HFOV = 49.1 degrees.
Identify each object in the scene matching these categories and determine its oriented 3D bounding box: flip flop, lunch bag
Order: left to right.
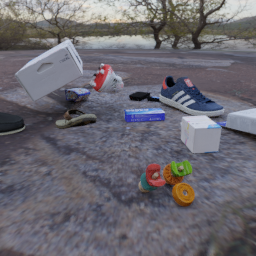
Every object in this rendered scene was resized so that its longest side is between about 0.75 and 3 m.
[{"bbox_3d":[-1.195,-0.236,6.354,0.589,0.418,1.453,-10,0,-34],"label":"flip flop"},{"bbox_3d":[-2.295,-1.533,12.867,0.922,0.571,0.783,5,18,38],"label":"lunch bag"}]

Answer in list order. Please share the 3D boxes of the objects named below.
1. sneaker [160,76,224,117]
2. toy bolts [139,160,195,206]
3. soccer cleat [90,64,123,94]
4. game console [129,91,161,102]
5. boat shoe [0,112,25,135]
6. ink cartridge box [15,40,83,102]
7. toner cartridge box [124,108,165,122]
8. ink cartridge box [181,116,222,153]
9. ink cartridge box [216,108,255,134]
[{"bbox_3d":[2.479,-1.362,11.166,1.118,1.261,2.984,-17,31,-42],"label":"sneaker"},{"bbox_3d":[0.725,1.154,5.559,1.017,0.706,0.972,3,58,-21],"label":"toy bolts"},{"bbox_3d":[-0.708,-1.769,10.676,1.244,1.002,2.921,32,9,-13],"label":"soccer cleat"},{"bbox_3d":[1.040,-1.441,13.101,1.877,0.226,1.107,10,22,26],"label":"game console"},{"bbox_3d":[-4.670,-0.337,8.851,2.701,0.846,0.988,7,23,-8],"label":"boat shoe"},{"bbox_3d":[-2.963,-2.366,11.072,2.104,1.214,2.900,-28,24,2],"label":"ink cartridge box"},{"bbox_3d":[0.586,-0.483,10.263,1.416,0.306,0.672,-3,20,-8],"label":"toner cartridge box"},{"bbox_3d":[1.989,0.134,7.883,0.748,0.729,1.164,-3,20,-8],"label":"ink cartridge box"},{"bbox_3d":[4.711,-0.352,8.875,2.775,0.612,2.827,-10,15,-22],"label":"ink cartridge box"}]
